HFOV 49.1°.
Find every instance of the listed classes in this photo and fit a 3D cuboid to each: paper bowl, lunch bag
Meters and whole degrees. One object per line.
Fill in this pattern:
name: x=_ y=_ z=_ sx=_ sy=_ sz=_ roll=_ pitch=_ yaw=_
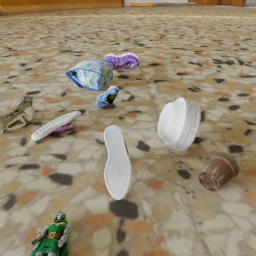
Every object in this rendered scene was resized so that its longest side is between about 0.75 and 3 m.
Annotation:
paper bowl: x=1.564 y=-0.166 z=9.086 sx=0.883 sy=1.698 sz=1.698 roll=16 pitch=28 yaw=-12
lunch bag: x=-1.916 y=-2.777 z=14.178 sx=1.946 sy=1.240 sz=1.654 roll=19 pitch=34 yaw=12

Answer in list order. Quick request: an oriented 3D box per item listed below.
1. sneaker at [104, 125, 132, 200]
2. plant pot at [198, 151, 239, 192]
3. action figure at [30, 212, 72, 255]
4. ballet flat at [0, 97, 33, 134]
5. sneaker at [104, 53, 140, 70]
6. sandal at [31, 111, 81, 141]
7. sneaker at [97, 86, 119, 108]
sneaker: x=-0.240 y=1.081 z=8.079 sx=0.763 sy=1.071 sz=2.159 roll=-10 pitch=60 yaw=4
plant pot: x=2.461 y=1.242 z=7.766 sx=0.882 sy=0.882 sz=0.874 roll=27 pitch=46 yaw=38
action figure: x=-1.644 y=2.530 z=5.887 sx=1.150 sy=0.532 sz=1.947 roll=-1 pitch=27 yaw=4
ballet flat: x=-4.228 y=-0.403 z=10.808 sx=0.812 sy=0.732 sz=2.157 roll=31 pitch=42 yaw=7
sneaker: x=-0.408 y=-3.777 z=16.499 sx=2.359 sy=0.951 sz=0.984 roll=4 pitch=45 yaw=24
sandal: x=-2.582 y=-0.028 z=10.296 sx=1.985 sy=0.488 sz=0.808 roll=-31 pitch=25 yaw=-22
sneaker: x=-0.897 y=-1.202 z=11.662 sx=0.522 sy=1.329 sz=0.593 roll=31 pitch=45 yaw=-24
